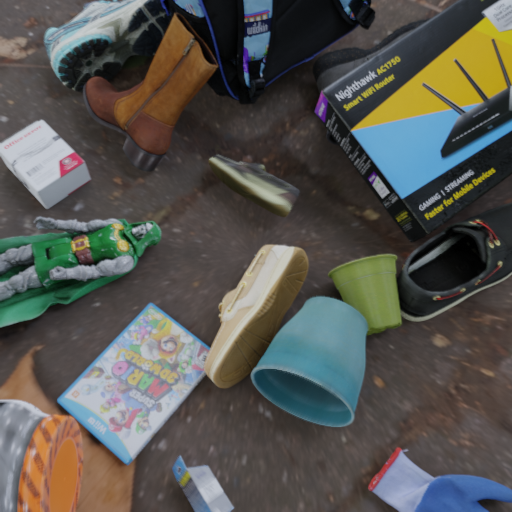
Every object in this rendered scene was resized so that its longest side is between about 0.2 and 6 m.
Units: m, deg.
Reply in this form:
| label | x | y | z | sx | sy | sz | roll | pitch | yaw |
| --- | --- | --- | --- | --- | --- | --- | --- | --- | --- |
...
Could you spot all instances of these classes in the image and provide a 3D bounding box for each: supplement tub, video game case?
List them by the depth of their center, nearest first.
| label | x | y | z | sx | sy | sz | roll | pitch | yaw |
| --- | --- | --- | --- | --- | --- | --- | --- | --- | --- |
| supplement tub | -3.898 | 2.751 | 6.946 | 3.092 | 1.895 | 1.895 | -1 | 61 | 0 |
| video game case | -1.745 | 1.850 | 8.417 | 1.441 | 0.179 | 2.014 | 35 | 67 | 17 |

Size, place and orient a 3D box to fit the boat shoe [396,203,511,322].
| label | x | y | z | sx | sy | sz | roll | pitch | yaw |
| --- | --- | --- | --- | --- | --- | --- | --- | --- | --- |
| boat shoe | 3.515 | -0.049 | 9.051 | 3.028 | 0.949 | 1.108 | -30 | 63 | -17 |

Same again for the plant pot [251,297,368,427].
| label | x | y | z | sx | sy | sz | roll | pitch | yaw |
| --- | --- | --- | --- | --- | --- | --- | --- | --- | --- |
| plant pot | 0.889 | 1.409 | 7.965 | 1.500 | 1.500 | 1.409 | 22 | 58 | 11 |

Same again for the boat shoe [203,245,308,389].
| label | x | y | z | sx | sy | sz | roll | pitch | yaw |
| --- | --- | --- | --- | --- | --- | --- | --- | --- | --- |
| boat shoe | -0.113 | 0.857 | 8.656 | 0.852 | 0.908 | 2.464 | 19 | 63 | 36 |

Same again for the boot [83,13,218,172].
| label | x | y | z | sx | sy | sz | roll | pitch | yaw |
| --- | --- | --- | --- | --- | --- | --- | --- | --- | --- |
| boot | -1.972 | -3.128 | 9.841 | 0.847 | 2.475 | 2.330 | -6 | 53 | -46 |

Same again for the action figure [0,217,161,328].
| label | x | y | z | sx | sy | sz | roll | pitch | yaw |
| --- | --- | --- | --- | --- | --- | --- | --- | --- | --- |
| action figure | -3.184 | 0.055 | 9.049 | 3.380 | 0.924 | 1.997 | -17 | 59 | -13 |

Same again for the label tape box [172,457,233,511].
| label | x | y | z | sx | sy | sz | roll | pitch | yaw |
| --- | --- | --- | --- | --- | --- | --- | --- | --- | --- |
| label tape box | -0.729 | 3.083 | 7.422 | 0.302 | 0.655 | 0.914 | -21 | 64 | -32 |

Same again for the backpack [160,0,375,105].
| label | x | y | z | sx | sy | sz | roll | pitch | yaw |
| --- | --- | --- | --- | --- | --- | --- | --- | --- | --- |
| backpack | -0.103 | -5.403 | 9.860 | 3.727 | 4.083 | 2.747 | -37 | 49 | -12 |

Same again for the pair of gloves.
| label | x | y | z | sx | sy | sz | roll | pitch | yaw |
| --- | --- | --- | --- | --- | --- | --- | --- | --- | --- |
| pair of gloves | 2.213 | 4.008 | 7.162 | 2.399 | 0.340 | 2.984 | 34 | 68 | 15 |

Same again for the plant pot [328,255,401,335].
| label | x | y | z | sx | sy | sz | roll | pitch | yaw |
| --- | --- | --- | --- | --- | --- | --- | --- | --- | --- |
| plant pot | 1.773 | 0.654 | 8.680 | 1.106 | 1.106 | 1.050 | -10 | 74 | -6 |

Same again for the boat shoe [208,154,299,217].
| label | x | y | z | sx | sy | sz | roll | pitch | yaw |
| --- | --- | --- | --- | --- | --- | --- | --- | --- | --- |
| boat shoe | -0.033 | -1.329 | 9.820 | 1.799 | 0.643 | 0.591 | 35 | 76 | 24 |

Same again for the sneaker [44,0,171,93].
| label | x | y | z | sx | sy | sz | roll | pitch | yaw |
| --- | --- | --- | --- | --- | --- | --- | --- | --- | --- |
| sneaker | -2.749 | -4.804 | 11.440 | 3.450 | 1.339 | 1.489 | -31 | 63 | -16 |

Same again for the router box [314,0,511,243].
| label | x | y | z | sx | sy | sz | roll | pitch | yaw |
| --- | --- | --- | --- | --- | --- | --- | --- | --- | --- |
| router box | 3.416 | -2.516 | 9.577 | 3.914 | 0.999 | 2.919 | -35 | 85 | -8 |

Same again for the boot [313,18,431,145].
| label | x | y | z | sx | sy | sz | roll | pitch | yaw |
| --- | --- | --- | --- | --- | --- | --- | --- | --- | --- |
| boot | 2.670 | -3.188 | 10.668 | 3.011 | 1.051 | 1.982 | -18 | 63 | 13 |

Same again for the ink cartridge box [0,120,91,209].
| label | x | y | z | sx | sy | sz | roll | pitch | yaw |
| --- | --- | --- | --- | --- | --- | --- | --- | --- | --- |
| ink cartridge box | -3.831 | -1.666 | 10.118 | 0.991 | 0.569 | 1.364 | -39 | 68 | -19 |
